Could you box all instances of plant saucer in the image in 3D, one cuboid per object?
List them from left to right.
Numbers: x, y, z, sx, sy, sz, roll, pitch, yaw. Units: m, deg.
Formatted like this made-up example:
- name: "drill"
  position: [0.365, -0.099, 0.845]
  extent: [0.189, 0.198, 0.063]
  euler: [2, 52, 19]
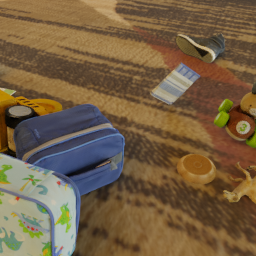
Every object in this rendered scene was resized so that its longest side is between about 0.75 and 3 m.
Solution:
- name: "plant saucer"
  position: [1.846, 1.030, 7.491]
  extent: [1.050, 0.186, 1.050]
  euler: [0, 41, 0]

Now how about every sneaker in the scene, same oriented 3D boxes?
- name: "sneaker"
  position: [3.331, -3.845, 12.622]
  extent: [2.100, 0.798, 1.517]
  euler: [38, 63, 24]

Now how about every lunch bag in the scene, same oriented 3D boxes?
- name: "lunch bag"
  position: [-2.250, 1.642, 5.333]
  extent: [2.622, 2.107, 1.081]
  euler: [13, 25, 16]
- name: "lunch bag"
  position: [-1.246, 0.674, 6.716]
  extent: [2.548, 1.731, 1.686]
  euler: [-20, 45, -24]

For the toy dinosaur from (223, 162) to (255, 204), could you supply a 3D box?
- name: "toy dinosaur"
  position: [3.359, 1.359, 6.943]
  extent: [2.239, 0.652, 1.132]
  euler: [-8, 56, 2]

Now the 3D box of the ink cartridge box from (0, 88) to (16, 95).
- name: "ink cartridge box"
  position: [-4.925, -0.965, 9.638]
  extent: [1.787, 0.428, 1.300]
  euler: [15, 43, 16]

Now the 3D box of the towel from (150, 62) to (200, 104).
- name: "towel"
  position: [1.530, -1.412, 9.148]
  extent: [1.072, 1.460, 0.174]
  euler: [20, 38, -38]

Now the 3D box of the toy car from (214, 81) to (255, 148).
- name: "toy car"
  position: [3.513, -0.519, 7.882]
  extent: [1.350, 1.644, 1.297]
  euler: [32, 47, 2]

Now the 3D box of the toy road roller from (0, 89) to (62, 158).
- name: "toy road roller"
  position: [-3.037, -0.225, 8.032]
  extent: [2.501, 1.537, 1.826]
  euler: [26, 32, 26]
